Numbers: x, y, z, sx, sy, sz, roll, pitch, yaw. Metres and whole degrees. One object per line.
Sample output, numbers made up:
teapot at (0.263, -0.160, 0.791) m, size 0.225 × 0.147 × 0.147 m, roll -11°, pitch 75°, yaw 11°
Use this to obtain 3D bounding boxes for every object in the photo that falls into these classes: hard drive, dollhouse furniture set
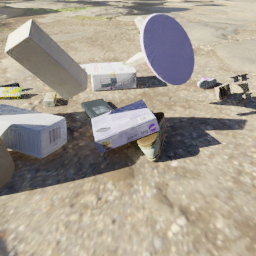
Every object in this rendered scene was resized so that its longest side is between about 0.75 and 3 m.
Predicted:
hard drive at (-1.281, -0.821, 12.134) m, size 1.056 × 0.249 × 1.514 m, roll -16°, pitch 35°, yaw -23°
dollhouse furniture set at (4.832, -1.749, 12.833) m, size 0.887 × 1.171 × 1.336 m, roll -23°, pitch 12°, yaw -34°

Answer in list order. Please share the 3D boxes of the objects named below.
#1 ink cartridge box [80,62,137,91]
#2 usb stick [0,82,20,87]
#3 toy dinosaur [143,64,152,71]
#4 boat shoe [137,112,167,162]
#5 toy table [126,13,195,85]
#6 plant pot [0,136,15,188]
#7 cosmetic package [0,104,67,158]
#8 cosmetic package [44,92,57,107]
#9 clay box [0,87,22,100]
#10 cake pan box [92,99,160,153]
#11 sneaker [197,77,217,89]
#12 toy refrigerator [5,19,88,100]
ink cartridge box at (-1.066, -2.675, 14.444) m, size 2.801 × 0.943 × 1.640 m, roll -4°, pitch 32°, yaw -7°
usb stick at (-6.159, -1.865, 13.669) m, size 1.710 × 0.279 × 0.474 m, roll -18°, pitch 78°, yaw -26°
toy dinosaur at (1.284, -3.650, 16.752) m, size 0.910 × 0.478 × 0.826 m, roll -26°, pitch 31°, yaw 39°
boat shoe at (0.887, 0.205, 10.131) m, size 0.963 × 0.824 × 2.629 m, roll -11°, pitch 24°, yaw 21°
toy table at (1.222, -2.963, 10.570) m, size 2.495 × 2.714 × 1.590 m, roll -26°, pitch 27°, yaw -7°
plant pot at (-4.786, 0.400, 8.033) m, size 2.371 × 2.532 × 2.371 m, roll 0°, pitch 32°, yaw 0°
cosmetic package at (-3.795, 0.027, 9.835) m, size 2.925 × 1.083 × 1.487 m, roll 12°, pitch 22°, yaw 20°
cosmetic package at (-3.560, -1.312, 12.859) m, size 0.471 × 0.318 × 0.896 m, roll -3°, pitch 32°, yaw -5°
clay box at (-5.576, -1.648, 13.289) m, size 1.039 × 0.247 × 0.597 m, roll -1°, pitch 56°, yaw -4°
cake pan box at (-0.143, -0.160, 9.942) m, size 2.253 × 0.589 × 2.075 m, roll -22°, pitch 27°, yaw -3°
sneaker at (3.890, -2.354, 14.485) m, size 1.278 × 0.463 × 0.729 m, roll -13°, pitch 27°, yaw -33°
toy refrigerator at (-2.471, -2.083, 8.948) m, size 0.986 × 2.599 × 0.909 m, roll -23°, pitch 52°, yaw 23°
